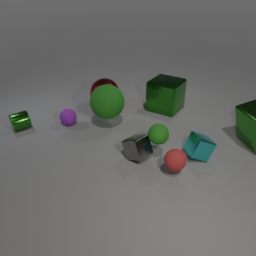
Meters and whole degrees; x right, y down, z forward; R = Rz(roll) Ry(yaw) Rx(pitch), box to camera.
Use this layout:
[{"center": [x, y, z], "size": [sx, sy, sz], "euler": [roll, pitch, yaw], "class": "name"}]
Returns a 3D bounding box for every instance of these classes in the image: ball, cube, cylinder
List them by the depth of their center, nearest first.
[{"center": [1.471, 0.985, 8.672], "size": [0.700, 0.700, 0.700], "euler": [0, 30, 0], "class": "ball"}, {"center": [1.010, 0.204, 9.270], "size": [0.700, 0.700, 0.700], "euler": [0, 30, 0], "class": "ball"}, {"center": [2.448, 0.623, 9.592], "size": [0.700, 0.700, 0.700], "euler": [16, 21, -21], "class": "cube"}, {"center": [0.330, 0.658, 9.603], "size": [0.700, 0.700, 0.700], "euler": [-27, 17, -39], "class": "cube"}, {"center": [4.917, -0.140, 10.185], "size": [1.400, 1.400, 1.400], "euler": [-17, 30, -4], "class": "cube"}, {"center": [-0.838, -1.054, 11.338], "size": [1.400, 1.400, 1.400], "euler": [0, 30, 0], "class": "ball"}, {"center": [-4.400, -0.293, 11.421], "size": [0.700, 0.700, 0.700], "euler": [-21, 36, -27], "class": "cylinder"}, {"center": [-2.508, -0.468, 11.750], "size": [0.700, 0.700, 0.700], "euler": [0, 30, 0], "class": "ball"}, {"center": [1.748, -1.539, 12.912], "size": [1.400, 1.400, 1.400], "euler": [17, 34, 27], "class": "cube"}, {"center": [-1.076, -1.615, 13.045], "size": [1.400, 1.400, 1.400], "euler": [0, 30, 0], "class": "ball"}]
